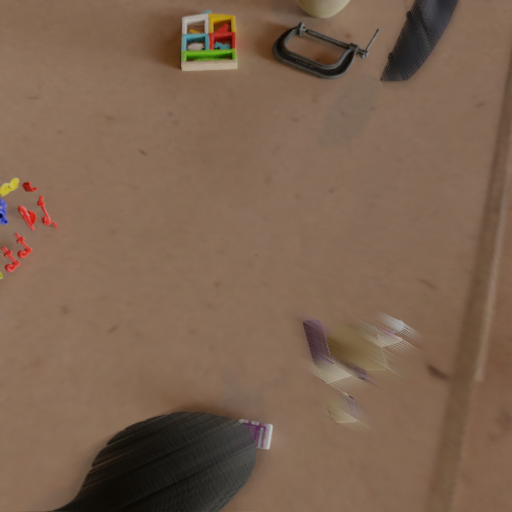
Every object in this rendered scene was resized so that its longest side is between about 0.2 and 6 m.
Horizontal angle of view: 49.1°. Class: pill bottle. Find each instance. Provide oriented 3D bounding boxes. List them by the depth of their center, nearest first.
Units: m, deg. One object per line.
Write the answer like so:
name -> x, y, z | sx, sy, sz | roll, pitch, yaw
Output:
pill bottle -> -0.105, 2.571, 8.119 | 0.640, 0.359, 0.359 | 8, 60, 5

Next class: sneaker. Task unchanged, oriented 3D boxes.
sneaker -> -1.041, 2.160, 4.652 | 2.498, 1.134, 0.949 | -33, 59, 3

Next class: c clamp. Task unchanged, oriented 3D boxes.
c clamp -> 1.483, -4.635, 12.436 | 2.076, 0.281, 1.773 | 21, 67, 10

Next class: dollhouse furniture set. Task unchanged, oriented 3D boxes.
dollhouse furniture set -> 1.197, 1.003, 5.241 | 0.972, 1.370, 1.085 | -14, 85, -12

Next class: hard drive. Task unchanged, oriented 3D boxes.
hard drive -> 2.791, -3.936, 9.123 | 0.551, 2.604, 1.756 | 24, 87, 1

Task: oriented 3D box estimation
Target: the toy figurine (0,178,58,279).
toy figurine -> -4.815, -0.309, 9.653 | 1.389, 1.223, 2.318 | 5, 46, 39

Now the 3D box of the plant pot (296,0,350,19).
plant pot -> 1.519, -6.090, 12.714 | 1.623, 1.090, 1.623 | -1, 69, 2

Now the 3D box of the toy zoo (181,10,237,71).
toy zoo -> -1.062, -4.891, 12.587 | 1.225, 0.191, 1.867 | -2, 60, -1
